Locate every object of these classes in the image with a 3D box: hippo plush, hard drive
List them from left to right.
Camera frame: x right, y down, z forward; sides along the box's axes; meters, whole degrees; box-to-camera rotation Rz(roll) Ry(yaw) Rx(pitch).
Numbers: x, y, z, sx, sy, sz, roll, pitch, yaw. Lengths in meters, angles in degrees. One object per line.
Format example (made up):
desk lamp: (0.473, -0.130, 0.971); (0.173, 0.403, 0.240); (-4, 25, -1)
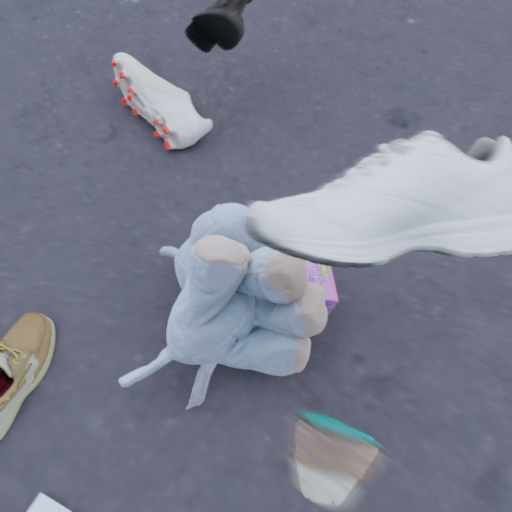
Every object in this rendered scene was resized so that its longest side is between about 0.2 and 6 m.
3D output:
hard drive: (-2.569, 3.408, 6.495); (0.690, 0.137, 1.046); (23, 56, 16)
hippo plush: (-0.294, 0.507, 7.807); (2.131, 2.675, 2.151); (24, 26, -18)

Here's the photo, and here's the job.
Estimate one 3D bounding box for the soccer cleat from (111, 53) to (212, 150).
soccer cleat: (-1.890, -3.049, 10.873); (1.018, 0.909, 2.624); (-29, 66, -25)

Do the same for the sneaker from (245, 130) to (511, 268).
sneaker: (1.098, -0.486, 4.734); (2.504, 1.091, 0.933); (-6, 11, -18)

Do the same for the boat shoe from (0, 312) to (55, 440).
boat shoe: (-3.350, 1.562, 7.524); (0.746, 0.669, 2.017); (9, 54, 7)

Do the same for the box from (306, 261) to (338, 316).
box: (0.749, 0.542, 8.084); (0.443, 0.916, 0.806); (5, 51, -16)

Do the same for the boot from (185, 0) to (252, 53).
boot: (-0.302, -4.448, 9.515); (1.908, 0.759, 2.192); (-52, 28, -3)

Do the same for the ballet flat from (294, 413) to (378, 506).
ballet flat: (0.575, 1.623, 4.452); (0.615, 1.808, 0.608); (14, 77, 8)
